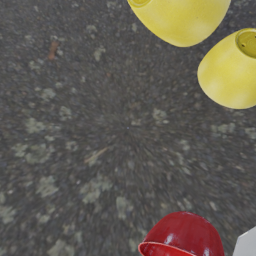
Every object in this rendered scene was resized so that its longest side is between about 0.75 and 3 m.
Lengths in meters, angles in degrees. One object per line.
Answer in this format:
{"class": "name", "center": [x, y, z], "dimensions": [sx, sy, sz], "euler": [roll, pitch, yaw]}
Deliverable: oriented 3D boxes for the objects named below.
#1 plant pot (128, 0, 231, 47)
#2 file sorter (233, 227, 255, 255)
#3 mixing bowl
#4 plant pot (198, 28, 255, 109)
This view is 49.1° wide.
{"class": "plant pot", "center": [1.097, -3.705, 7.519], "dimensions": [1.924, 2.710, 2.710], "euler": [-4, 59, -40]}
{"class": "file sorter", "center": [2.269, 1.811, 3.785], "dimensions": [0.930, 1.493, 1.036], "euler": [42, 36, 10]}
{"class": "mixing bowl", "center": [1.101, 2.137, 5.204], "dimensions": [1.616, 1.616, 0.875], "euler": [22, 55, 10]}
{"class": "plant pot", "center": [2.937, -1.681, 7.182], "dimensions": [1.959, 1.390, 1.959], "euler": [1, 64, -2]}
